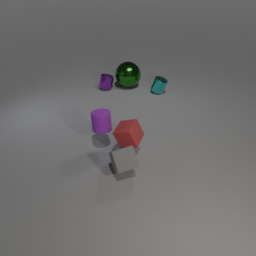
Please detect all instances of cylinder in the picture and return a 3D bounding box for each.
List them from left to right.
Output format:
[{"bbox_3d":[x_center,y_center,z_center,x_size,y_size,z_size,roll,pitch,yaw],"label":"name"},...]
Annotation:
[{"bbox_3d":[-0.940,-0.246,9.880,0.700,0.700,0.700,-3,25,1],"label":"cylinder"},{"bbox_3d":[-1.171,-2.506,15.119,0.700,0.700,0.700,11,25,-5],"label":"cylinder"},{"bbox_3d":[1.630,-2.254,14.659,0.700,0.700,0.700,15,35,-11],"label":"cylinder"}]

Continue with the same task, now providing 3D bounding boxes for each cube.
[{"bbox_3d":[-0.140,1.004,8.881,0.700,0.700,0.700,-17,-4,-12],"label":"cube"},{"bbox_3d":[0.025,0.193,9.543,0.700,0.700,0.700,-6,36,33],"label":"cube"}]

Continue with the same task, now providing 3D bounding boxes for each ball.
[{"bbox_3d":[0.000,-2.903,15.236,1.400,1.400,1.400,0,31,0],"label":"ball"}]
